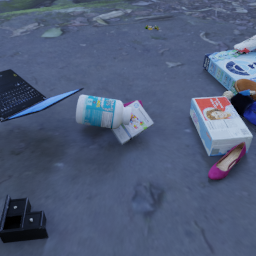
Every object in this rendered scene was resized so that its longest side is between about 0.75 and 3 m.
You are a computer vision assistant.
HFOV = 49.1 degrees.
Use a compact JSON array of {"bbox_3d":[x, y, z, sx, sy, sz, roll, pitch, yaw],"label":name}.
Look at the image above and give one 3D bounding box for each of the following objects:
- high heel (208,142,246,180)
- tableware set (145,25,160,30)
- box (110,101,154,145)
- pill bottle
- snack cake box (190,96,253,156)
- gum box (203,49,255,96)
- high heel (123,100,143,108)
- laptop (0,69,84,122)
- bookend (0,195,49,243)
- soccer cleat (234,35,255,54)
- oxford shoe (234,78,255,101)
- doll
[{"bbox_3d":[2.574,0.834,7.295,1.325,0.637,0.447,-31,49,-31],"label":"high heel"},{"bbox_3d":[1.305,-5.368,14.953,0.770,0.118,0.519,18,44,19],"label":"tableware set"},{"bbox_3d":[0.048,-0.161,8.185,1.127,0.232,0.878,-31,76,-15],"label":"box"},{"bbox_3d":[-0.650,-0.419,7.662,1.442,0.799,0.799,8,40,-4],"label":"pill bottle"},{"bbox_3d":[2.690,-0.119,8.385,1.146,0.669,1.992,-5,41,-3],"label":"snack cake box"},{"bbox_3d":[4.684,-2.125,10.750,2.416,0.633,2.843,-12,42,-14],"label":"gum box"},{"bbox_3d":[-0.469,-0.586,8.821,1.854,0.625,0.891,11,68,-6],"label":"high heel"},{"bbox_3d":[-2.844,-1.102,7.622,2.355,1.216,2.087,39,29,2],"label":"laptop"},{"bbox_3d":[-2.222,1.938,6.161,0.952,0.438,0.946,-4,41,-5],"label":"bookend"},{"bbox_3d":[5.054,-3.433,11.230,1.729,0.736,0.593,-9,40,-13],"label":"soccer cleat"},{"bbox_3d":[4.465,-1.035,8.851,2.197,0.783,0.784,30,72,9],"label":"oxford shoe"},{"bbox_3d":[3.700,-0.617,8.815,1.682,1.147,0.407,42,18,23],"label":"doll"}]
